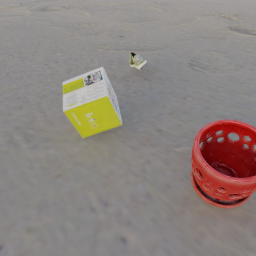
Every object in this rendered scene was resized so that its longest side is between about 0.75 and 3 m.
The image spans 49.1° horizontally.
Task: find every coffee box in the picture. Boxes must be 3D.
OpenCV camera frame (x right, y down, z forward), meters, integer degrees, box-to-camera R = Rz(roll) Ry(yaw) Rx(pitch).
[{"bbox_3d":[-1.020,-0.701,8.044,1.284,1.282,1.269,-18,49,7],"label":"coffee box"}]

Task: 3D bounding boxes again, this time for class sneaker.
[{"bbox_3d":[0.323,-2.988,11.877,0.607,0.700,1.580,-36,27,-3],"label":"sneaker"}]

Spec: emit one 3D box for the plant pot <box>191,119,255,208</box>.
[{"bbox_3d":[2.115,0.817,6.050,1.568,1.428,1.568,-1,52,1],"label":"plant pot"}]
